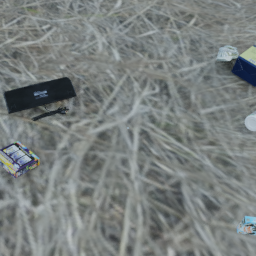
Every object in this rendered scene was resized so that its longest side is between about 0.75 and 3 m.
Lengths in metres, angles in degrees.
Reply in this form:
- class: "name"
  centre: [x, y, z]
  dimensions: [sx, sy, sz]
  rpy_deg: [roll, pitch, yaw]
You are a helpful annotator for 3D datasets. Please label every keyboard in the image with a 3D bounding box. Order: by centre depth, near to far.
- class: "keyboard"
  centre: [-2.659, -0.826, 8.769]
  dimensions: [2.150, 0.221, 1.366]
  rpy_deg: [-17, 67, -15]

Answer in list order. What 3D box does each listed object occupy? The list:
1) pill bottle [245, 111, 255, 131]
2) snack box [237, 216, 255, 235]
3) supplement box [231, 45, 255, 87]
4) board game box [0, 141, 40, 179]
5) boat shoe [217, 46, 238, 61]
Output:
- class: "pill bottle"
  centre: [3.912, -0.288, 8.324]
  dimensions: [0.884, 0.500, 0.500]
  rpy_deg: [-28, 60, -34]
- class: "snack box"
  centre: [2.724, 2.166, 6.181]
  dimensions: [0.449, 0.772, 0.143]
  rpy_deg: [4, 53, 9]
- class: "supplement box"
  centre: [4.297, -2.115, 9.495]
  dimensions: [1.012, 0.680, 1.013]
  rpy_deg: [-35, 63, -26]
- class: "board game box"
  centre: [-3.035, 0.844, 7.648]
  dimensions: [0.955, 0.271, 0.789]
  rpy_deg: [34, 41, 22]
- class: "boat shoe"
  centre: [3.472, -2.638, 9.712]
  dimensions: [0.547, 0.476, 1.485]
  rpy_deg: [14, 27, 34]
